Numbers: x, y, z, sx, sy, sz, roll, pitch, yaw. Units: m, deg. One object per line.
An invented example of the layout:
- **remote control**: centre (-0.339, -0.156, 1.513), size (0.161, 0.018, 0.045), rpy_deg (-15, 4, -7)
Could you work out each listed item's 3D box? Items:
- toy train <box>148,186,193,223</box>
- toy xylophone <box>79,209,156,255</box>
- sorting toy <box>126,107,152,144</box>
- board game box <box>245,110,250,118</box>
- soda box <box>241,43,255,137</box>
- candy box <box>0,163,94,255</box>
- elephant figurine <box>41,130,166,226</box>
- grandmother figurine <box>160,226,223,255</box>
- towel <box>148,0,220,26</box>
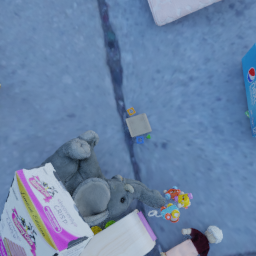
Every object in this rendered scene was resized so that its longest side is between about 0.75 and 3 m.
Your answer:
- **toy train**: centre (1.000, 1.749, 6.307), size (1.135, 0.852, 0.316), rpy_deg (-35, 107, -44)
- **toy xylophone**: centre (-0.470, 2.991, 6.157), size (2.485, 0.624, 1.819), rpy_deg (-21, 75, -6)
- **sorting toy**: centre (0.270, -0.070, 7.288), size (0.569, 0.138, 1.011), rpy_deg (-16, 75, -9)
- **board game box**: centre (3.552, -0.287, 7.352), size (0.538, 0.116, 0.800), rpy_deg (-40, 78, -11)
- **soda box**: centre (3.515, -0.948, 7.075), size (0.738, 0.780, 2.300), rpy_deg (2, 71, -5)
- **candy box**: centre (-1.683, 2.006, 5.139), size (0.706, 2.315, 1.579), rpy_deg (-10, 50, -45)
- **elephant figurine**: centre (-0.703, 1.377, 6.176), size (1.840, 1.678, 2.372), rpy_deg (-37, 86, 30)
- **grandmother figurine**: centre (1.488, 2.681, 6.376), size (1.499, 0.454, 0.909), rpy_deg (-25, 100, -10)
- **towel**: centre (1.788, -4.634, 7.981), size (2.915, 0.470, 2.784), rpy_deg (-20, 74, 14)
